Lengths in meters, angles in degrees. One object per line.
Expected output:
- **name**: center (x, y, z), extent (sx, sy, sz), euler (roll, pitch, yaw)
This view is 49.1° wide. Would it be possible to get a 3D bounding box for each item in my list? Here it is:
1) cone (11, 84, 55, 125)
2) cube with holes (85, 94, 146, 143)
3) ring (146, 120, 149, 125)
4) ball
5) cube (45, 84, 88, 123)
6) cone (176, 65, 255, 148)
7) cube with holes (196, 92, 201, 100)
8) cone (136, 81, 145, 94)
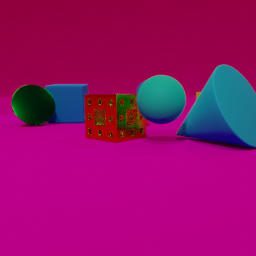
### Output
- **cone**: center (-2.850, -0.504, 8.138), extent (1.164, 1.164, 1.169), euler (-4, -12, -32)
- **cube with holes**: center (-0.244, -0.236, 5.577), extent (0.869, 0.869, 0.869), euler (6, 9, 41)
- **ring**: center (-0.081, -0.314, 8.072), extent (1.478, 0.296, 1.478), euler (4, 12, -1)
- **ball**: center (0.582, -0.494, 4.942), extent (0.861, 0.861, 0.861), euler (0, 7, 0)
- **cube**: center (-1.876, -0.796, 8.832), extent (1.114, 1.114, 1.114), euler (0, 11, 1)
- **cone**: center (1.441, -0.128, 5.183), extent (1.500, 1.500, 1.505), euler (-6, -17, -43)
- **cube with holes**: center (2.528, -0.529, 7.792), extent (0.919, 0.919, 0.919), euler (6, 9, 42)
- **cone**: center (0.848, -0.754, 9.477), extent (1.284, 1.284, 1.289), euler (1, 44, 9)
